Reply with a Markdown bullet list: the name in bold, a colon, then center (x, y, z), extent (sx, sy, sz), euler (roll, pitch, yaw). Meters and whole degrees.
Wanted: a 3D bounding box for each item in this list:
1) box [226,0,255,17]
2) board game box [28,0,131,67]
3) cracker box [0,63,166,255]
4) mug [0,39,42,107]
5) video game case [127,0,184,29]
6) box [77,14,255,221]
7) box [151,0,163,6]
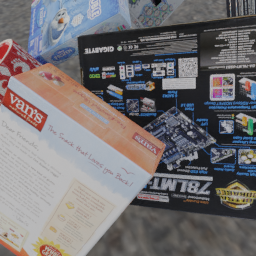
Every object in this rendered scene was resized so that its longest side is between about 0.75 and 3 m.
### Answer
- **box**: center (3.724, -2.445, 6.371), extent (1.679, 2.725, 2.703), euler (-10, 12, -13)
- **board game box**: center (-1.053, -2.425, 5.607), extent (2.125, 0.463, 2.136), euler (-19, 60, 23)
- **cracker box**: center (-1.003, 0.774, 3.845), extent (1.821, 2.719, 0.784), euler (36, 32, 2)
- **mug**: center (-1.897, -0.553, 5.221), extent (1.656, 1.866, 1.245), euler (-5, 55, 35)
- **video game case**: center (0.700, -3.772, 7.891), extent (2.089, 1.901, 0.247), euler (-45, 51, 11)
- **box**: center (0.670, -0.113, 4.399), extent (2.846, 2.824, 0.707), euler (1, 14, 22)
- **box**: center (0.450, -2.933, 5.646), extent (0.336, 0.851, 0.601), euler (-38, 83, 10)
